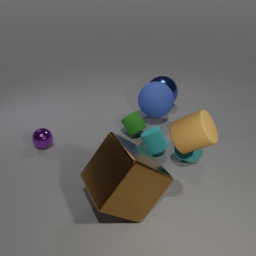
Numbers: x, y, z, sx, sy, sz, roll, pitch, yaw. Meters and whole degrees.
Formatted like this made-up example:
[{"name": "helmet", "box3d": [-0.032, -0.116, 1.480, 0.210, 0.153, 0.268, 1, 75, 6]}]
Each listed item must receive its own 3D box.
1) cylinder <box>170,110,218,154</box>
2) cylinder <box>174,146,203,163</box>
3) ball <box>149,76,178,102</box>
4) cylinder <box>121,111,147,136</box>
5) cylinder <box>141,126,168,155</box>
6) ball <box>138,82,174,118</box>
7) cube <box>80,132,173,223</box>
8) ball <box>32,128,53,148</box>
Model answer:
[{"name": "cylinder", "box3d": [1.297, 0.083, 5.535, 0.700, 0.700, 0.700, -24, 16, 32]}, {"name": "cylinder", "box3d": [1.890, 0.698, 8.727, 0.700, 0.700, 0.700, 25, -2, 36]}, {"name": "ball", "box3d": [1.494, -1.585, 12.319, 1.400, 1.400, 1.400, 0, 29, 0]}, {"name": "cylinder", "box3d": [0.211, -0.160, 10.253, 0.700, 0.700, 0.700, -30, 86, -42]}, {"name": "cylinder", "box3d": [0.872, 0.405, 9.252, 0.700, 0.700, 0.700, -25, 13, 6]}, {"name": "ball", "box3d": [1.087, -1.105, 10.961, 1.400, 1.400, 1.400, 0, 29, 0]}, {"name": "cube", "box3d": [-0.064, 1.199, 6.849, 1.400, 1.400, 1.400, 29, 11, -37]}, {"name": "ball", "box3d": [-2.936, 0.349, 9.620, 0.700, 0.700, 0.700, 0, 29, 0]}]
